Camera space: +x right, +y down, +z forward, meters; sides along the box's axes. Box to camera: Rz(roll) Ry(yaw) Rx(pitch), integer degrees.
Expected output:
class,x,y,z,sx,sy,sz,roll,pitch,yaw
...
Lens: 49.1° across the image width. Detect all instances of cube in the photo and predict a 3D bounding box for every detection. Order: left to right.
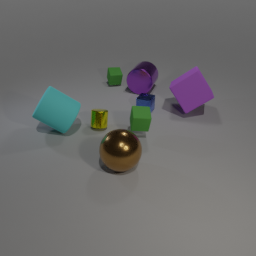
class,x,y,z,sx,sy,sz,roll,pitch,yaw
cube,-0.745,-2.889,15.577,0.700,0.700,0.700,-5,51,-16
cube,0.469,-0.356,10.708,0.700,0.700,0.700,3,45,-7
cube,0.820,-1.145,13.028,0.700,0.700,0.700,12,33,20
cube,2.836,-1.726,12.526,1.400,1.400,1.400,-31,10,20

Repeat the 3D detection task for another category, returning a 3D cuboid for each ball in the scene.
class,x,y,z,sx,sy,sz,roll,pitch,yaw
ball,-0.239,0.723,9.152,1.400,1.400,1.400,0,30,0

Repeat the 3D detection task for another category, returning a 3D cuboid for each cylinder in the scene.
class,x,y,z,sx,sy,sz,roll,pitch,yaw
cylinder,-2.817,-0.714,11.081,1.400,1.400,1.400,30,23,-21
cylinder,-1.183,-0.398,11.585,0.700,0.700,0.700,4,13,-1
cylinder,0.789,-2.688,14.938,1.400,1.400,1.400,10,32,16
